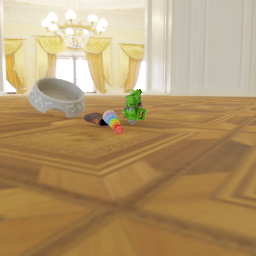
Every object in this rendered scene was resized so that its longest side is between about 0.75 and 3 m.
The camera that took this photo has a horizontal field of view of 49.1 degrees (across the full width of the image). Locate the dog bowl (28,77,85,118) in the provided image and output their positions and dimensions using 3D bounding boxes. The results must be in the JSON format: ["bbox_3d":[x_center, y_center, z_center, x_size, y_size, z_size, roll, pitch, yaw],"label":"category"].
[{"bbox_3d":[-2.705,-1.269,10.965,2.199,0.645,2.199,16,31,-10],"label":"dog bowl"}]

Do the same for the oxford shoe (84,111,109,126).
[{"bbox_3d":[-0.917,-0.270,8.690,1.112,0.396,0.403,5,20,18],"label":"oxford shoe"}]

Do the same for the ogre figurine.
[{"bbox_3d":[0.218,-0.715,9.254,0.783,0.957,1.597,-4,19,-7],"label":"ogre figurine"}]

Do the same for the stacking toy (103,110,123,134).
[{"bbox_3d":[-0.378,-0.127,7.513,0.376,0.376,0.881,-4,33,-23],"label":"stacking toy"}]
